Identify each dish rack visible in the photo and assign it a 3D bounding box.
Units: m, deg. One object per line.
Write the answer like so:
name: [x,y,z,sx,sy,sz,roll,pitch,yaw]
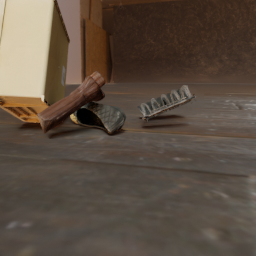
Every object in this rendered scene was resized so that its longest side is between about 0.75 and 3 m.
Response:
dish rack: [1.184,-0.774,8.777,1.846,0.656,2.406,-24,-1,8]

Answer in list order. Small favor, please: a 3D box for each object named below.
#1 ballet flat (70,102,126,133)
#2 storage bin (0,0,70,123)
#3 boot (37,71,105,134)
ballet flat: [-1.055,-0.316,8.152,2.478,0.823,0.704,6,40,49]
storage bin: [-2.684,-1.845,8.314,1.380,2.944,2.923,3,-11,-2]
boot: [-1.515,-0.561,7.459,1.964,0.631,1.830,-43,-4,-13]
